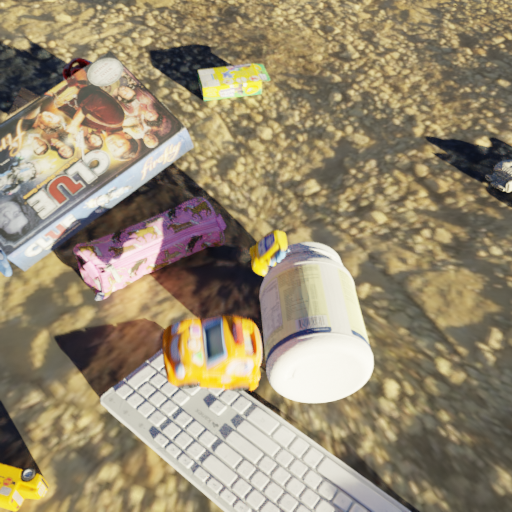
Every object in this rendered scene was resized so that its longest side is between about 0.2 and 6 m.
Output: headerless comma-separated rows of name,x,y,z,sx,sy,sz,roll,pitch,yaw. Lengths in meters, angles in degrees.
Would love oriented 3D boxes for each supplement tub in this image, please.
supplement tub,0.763,0.876,7.736,1.385,1.385,1.910,-2,44,-2

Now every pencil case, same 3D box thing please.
pencil case,-1.684,-0.173,9.083,2.379,0.985,1.029,-26,55,-25

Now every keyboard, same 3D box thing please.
keyboard,0.252,2.687,6.731,4.923,0.262,1.385,30,52,26

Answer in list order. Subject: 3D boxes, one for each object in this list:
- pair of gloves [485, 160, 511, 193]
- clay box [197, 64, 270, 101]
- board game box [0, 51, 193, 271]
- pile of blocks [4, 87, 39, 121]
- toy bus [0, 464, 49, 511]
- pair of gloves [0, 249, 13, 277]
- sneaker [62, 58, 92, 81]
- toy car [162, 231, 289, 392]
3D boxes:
pair of gloves,5.529,-1.366,10.733,1.602,0.330,1.884,-19,47,-18
clay box,-0.539,-4.207,13.521,1.633,0.389,0.938,-8,46,-8
board game box,-2.706,-1.459,8.117,2.983,0.516,2.021,-39,69,-11
pile of blocks,-3.411,-2.580,11.669,3.350,1.375,1.041,3,1,-10
toy bus,-3.062,2.699,6.646,1.087,0.354,0.426,10,46,10
pair of gloves,-5.024,0.157,9.287,1.699,0.241,2.113,30,51,29
sneaker,-3.066,-3.249,10.256,0.689,1.106,2.064,-38,50,1
toy car,-0.257,0.413,6.462,1.202,0.816,2.451,27,46,-21
